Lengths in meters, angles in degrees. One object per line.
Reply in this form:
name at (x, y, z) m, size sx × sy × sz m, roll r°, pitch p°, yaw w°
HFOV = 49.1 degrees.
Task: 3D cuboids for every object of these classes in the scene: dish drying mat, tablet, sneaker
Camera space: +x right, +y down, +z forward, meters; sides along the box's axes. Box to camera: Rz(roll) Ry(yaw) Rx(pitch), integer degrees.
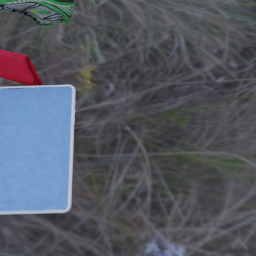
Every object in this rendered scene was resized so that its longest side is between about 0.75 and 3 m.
dish drying mat at (-3.395, -1.636, 7.113) m, size 2.578 × 0.990 × 0.235 m, roll 17°, pitch 57°, yaw 21°
tablet at (-2.184, 0.395, 6.335) m, size 1.927 × 0.202 × 2.962 m, roll -2°, pitch 72°, yaw 1°
sneaker at (-2.168, -2.782, 6.598) m, size 2.003 × 0.853 × 0.782 m, roll -14°, pitch 37°, yaw -35°
